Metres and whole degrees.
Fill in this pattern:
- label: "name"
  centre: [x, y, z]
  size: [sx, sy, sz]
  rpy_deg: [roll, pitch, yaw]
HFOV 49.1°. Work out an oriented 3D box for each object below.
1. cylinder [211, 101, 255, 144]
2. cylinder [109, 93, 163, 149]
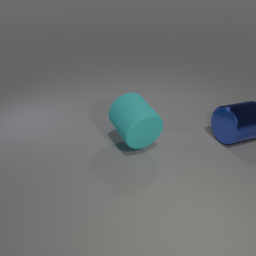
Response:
- label: "cylinder"
  centre: [4.026, -0.210, 10.218]
  size: [1.400, 1.400, 1.400]
  rpy_deg: [-11, 32, -20]
- label: "cylinder"
  centre: [0.248, -0.256, 9.488]
  size: [1.400, 1.400, 1.400]
  rpy_deg: [-15, 44, -23]
